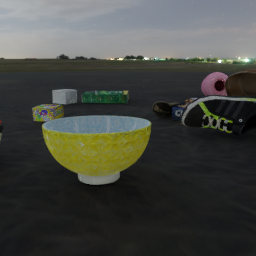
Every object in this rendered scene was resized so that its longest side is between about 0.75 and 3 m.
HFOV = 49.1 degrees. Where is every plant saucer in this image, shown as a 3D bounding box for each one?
[{"bbox_3d":[4.239,-1.009,8.551,2.553,0.467,2.553,33,-12,8],"label":"plant saucer"}]

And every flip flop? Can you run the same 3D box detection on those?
[{"bbox_3d":[1.411,-0.765,10.589,1.529,0.620,0.440,-8,30,-43],"label":"flip flop"}]

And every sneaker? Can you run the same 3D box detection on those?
[{"bbox_3d":[2.801,-0.302,7.739,2.594,0.930,1.074,-7,44,4],"label":"sneaker"}]

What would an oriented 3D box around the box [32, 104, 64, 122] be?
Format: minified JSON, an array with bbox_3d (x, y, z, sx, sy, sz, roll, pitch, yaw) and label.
[{"bbox_3d":[-2.846,-0.542,10.041,0.814,0.496,0.784,2,15,12],"label":"box"}]

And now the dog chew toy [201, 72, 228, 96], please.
[{"bbox_3d":[4.677,-2.262,15.299,1.452,1.452,2.331,0,6,1],"label":"dog chew toy"}]

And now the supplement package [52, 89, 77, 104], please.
[{"bbox_3d":[-3.092,-1.543,13.713,0.833,0.641,0.871,7,14,26],"label":"supplement package"}]

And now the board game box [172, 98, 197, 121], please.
[{"bbox_3d":[2.983,-0.713,10.729,1.864,0.476,2.751,7,16,24],"label":"board game box"}]

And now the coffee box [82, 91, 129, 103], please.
[{"bbox_3d":[-1.092,-1.592,14.211,2.236,0.492,1.375,1,14,4],"label":"coffee box"}]

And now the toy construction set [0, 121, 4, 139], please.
[{"bbox_3d":[-3.766,0.137,5.541,2.960,1.364,1.941,21,0,37],"label":"toy construction set"}]

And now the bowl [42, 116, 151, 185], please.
[{"bbox_3d":[-0.528,0.401,5.083,1.925,1.036,1.925,-1,10,0],"label":"bowl"}]
